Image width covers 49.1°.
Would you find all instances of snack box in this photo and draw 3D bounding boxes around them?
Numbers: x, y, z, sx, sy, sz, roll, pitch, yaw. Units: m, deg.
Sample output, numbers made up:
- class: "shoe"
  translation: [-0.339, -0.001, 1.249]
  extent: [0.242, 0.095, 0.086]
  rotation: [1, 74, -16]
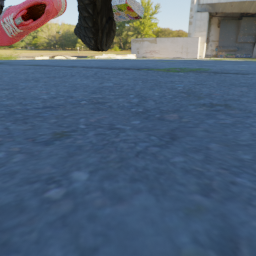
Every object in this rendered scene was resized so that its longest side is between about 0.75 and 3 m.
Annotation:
- class: "snack box"
  translation: [-0.346, -3.872, 9.110]
  extent: [1.462, 0.387, 1.040]
  rotation: [9, -4, 34]

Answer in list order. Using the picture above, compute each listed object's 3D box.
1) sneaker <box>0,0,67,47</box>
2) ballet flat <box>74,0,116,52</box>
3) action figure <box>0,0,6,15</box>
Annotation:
- class: "sneaker"
  translation: [-3.054, -3.117, 7.945]
  extent: [2.678, 0.987, 1.162]
  rotation: [-23, 25, 19]
- class: "ballet flat"
  translation: [-0.562, -1.993, 3.732]
  extent: [0.721, 2.537, 0.843]
  rotation: [23, 62, 9]
- class: "action figure"
  translation: [-3.241, -2.441, 5.649]
  extent: [1.239, 1.443, 2.427]
  rotation: [-53, 10, -26]
